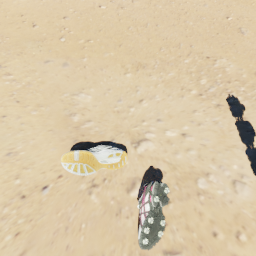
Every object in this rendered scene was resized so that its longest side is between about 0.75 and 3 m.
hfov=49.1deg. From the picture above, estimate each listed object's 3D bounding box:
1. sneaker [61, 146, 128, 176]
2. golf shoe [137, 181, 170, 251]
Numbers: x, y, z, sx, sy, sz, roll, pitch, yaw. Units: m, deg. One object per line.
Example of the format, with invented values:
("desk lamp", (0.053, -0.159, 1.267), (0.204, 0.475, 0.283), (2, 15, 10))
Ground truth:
("sneaker", (-0.914, 0.809, 7.409), (1.729, 0.654, 0.758), (1, 14, -20))
("golf shoe", (0.510, 1.961, 6.364), (0.587, 0.669, 1.520), (25, 72, -27))
